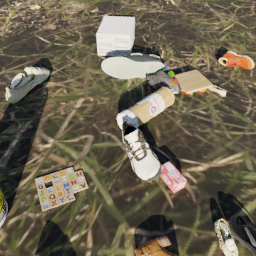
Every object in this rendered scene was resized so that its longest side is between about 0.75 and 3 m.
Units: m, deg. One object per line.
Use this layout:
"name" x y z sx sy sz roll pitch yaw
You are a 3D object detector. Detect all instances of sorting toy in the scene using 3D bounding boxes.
"sorting toy" 1.573 -1.926 10.492 0.273 0.794 0.275 -35 8 -22
"sorting toy" 2.825 -1.946 12.482 1.305 0.454 1.297 -17 46 -17

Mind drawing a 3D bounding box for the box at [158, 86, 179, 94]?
"box" 1.712 -1.912 12.631 0.736 0.197 1.215 -12 46 -13

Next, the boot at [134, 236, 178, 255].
"boot" 0.771 3.320 6.909 0.943 0.466 1.215 -16 46 -16

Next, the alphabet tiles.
"alphabet tiles" -2.059 1.833 8.782 1.486 0.056 1.243 -17 46 -16

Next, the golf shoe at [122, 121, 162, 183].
"golf shoe" 0.292 0.720 9.078 0.908 1.104 2.336 -33 45 3

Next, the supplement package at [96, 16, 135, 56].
"supplement package" -0.597 -4.966 15.089 1.762 1.254 2.262 4 44 5

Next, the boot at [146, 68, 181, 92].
"boot" 1.523 -1.897 12.244 1.075 0.570 1.634 -26 46 -8

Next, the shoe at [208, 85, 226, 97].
"shoe" 3.923 -1.738 12.397 0.353 0.270 1.011 -29 51 -27

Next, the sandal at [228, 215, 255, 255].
"sandal" 3.350 2.948 7.255 0.657 0.370 1.729 -14 49 -32

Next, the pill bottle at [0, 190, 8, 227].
"pill bottle" -4.212 1.556 7.075 1.565 2.784 1.565 0 43 0

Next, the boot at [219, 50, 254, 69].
"boot" 5.309 -3.213 13.777 0.903 0.632 1.684 -31 45 -22

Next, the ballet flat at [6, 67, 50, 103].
"ballet flat" -4.406 -2.158 12.369 0.949 0.949 2.731 14 45 15

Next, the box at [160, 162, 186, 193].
"box" 1.378 1.539 8.829 0.446 0.412 0.869 -23 48 -23

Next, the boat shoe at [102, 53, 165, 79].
"boat shoe" 0.252 -2.958 13.168 2.991 1.131 0.902 6 43 -11

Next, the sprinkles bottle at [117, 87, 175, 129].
"sprinkles bottle" 0.733 -0.744 10.914 0.857 0.857 2.510 34 53 31

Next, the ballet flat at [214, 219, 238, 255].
"ballet flat" 2.595 2.918 7.413 0.427 0.361 1.130 -7 44 -10
